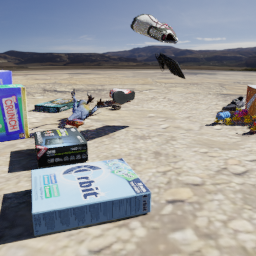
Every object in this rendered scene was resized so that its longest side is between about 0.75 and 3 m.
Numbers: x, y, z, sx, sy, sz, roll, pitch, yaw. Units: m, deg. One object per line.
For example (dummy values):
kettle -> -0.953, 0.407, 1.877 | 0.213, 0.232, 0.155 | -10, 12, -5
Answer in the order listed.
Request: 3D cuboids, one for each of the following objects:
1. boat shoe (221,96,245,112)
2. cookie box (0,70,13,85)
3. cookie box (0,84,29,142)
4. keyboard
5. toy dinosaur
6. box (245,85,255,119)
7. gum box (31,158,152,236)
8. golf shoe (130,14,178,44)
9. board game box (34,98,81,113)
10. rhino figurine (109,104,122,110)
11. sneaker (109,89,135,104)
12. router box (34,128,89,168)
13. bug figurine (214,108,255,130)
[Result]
boat shoe -> 5.688, -1.286, 15.106 | 0.805, 0.695, 2.215 | 14, 21, 42
cookie box -> -6.323, -1.235, 11.914 | 1.015, 2.310, 2.700 | 14, 19, 31
cookie box -> -4.770, -0.488, 9.815 | 2.296, 1.964, 0.863 | -10, 21, -30
keyboard -> 1.727, -2.493, 11.754 | 1.158, 0.441, 2.225 | 36, 5, 21
toy dinosaur -> -2.001, -0.592, 12.820 | 1.403, 2.673, 2.425 | 32, 52, 9
box -> 6.620, -1.253, 13.621 | 1.104, 1.409, 2.265 | 2, 15, 6
gum box -> -0.883, 1.312, 5.982 | 2.226, 0.496, 1.891 | -5, 16, -18
golf shoe -> 1.158, -4.066, 11.606 | 2.194, 0.847, 0.967 | 4, 39, -31
board game box -> -3.902, -1.317, 15.913 | 1.621, 0.337, 2.396 | 6, 17, 21
rhino figurine -> -0.728, -1.199, 15.575 | 0.421, 0.288, 0.963 | 1, 9, -39
sneaker -> -0.707, -1.979, 17.400 | 1.381, 0.860, 2.576 | 7, 13, 27
router box -> -2.109, 0.541, 8.638 | 1.419, 0.588, 1.894 | -6, 16, -20
bug figurine -> 5.123, -0.430, 12.071 | 1.972, 0.654, 2.543 | -13, 19, -39
